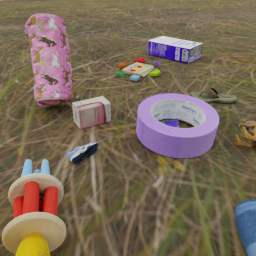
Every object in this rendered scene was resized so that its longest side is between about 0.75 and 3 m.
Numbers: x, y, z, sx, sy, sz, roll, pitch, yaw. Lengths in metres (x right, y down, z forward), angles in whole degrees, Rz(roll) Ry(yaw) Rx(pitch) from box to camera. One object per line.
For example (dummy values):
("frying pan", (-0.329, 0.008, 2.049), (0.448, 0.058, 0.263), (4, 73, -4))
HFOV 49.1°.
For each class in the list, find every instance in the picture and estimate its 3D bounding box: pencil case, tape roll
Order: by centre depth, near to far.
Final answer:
("tape roll", (1.376, -0.140, 7.983), (2.249, 0.738, 2.249), (2, 35, -2))
("pencil case", (-2.608, -2.196, 9.367), (1.274, 2.945, 1.219), (-8, -1, 34))

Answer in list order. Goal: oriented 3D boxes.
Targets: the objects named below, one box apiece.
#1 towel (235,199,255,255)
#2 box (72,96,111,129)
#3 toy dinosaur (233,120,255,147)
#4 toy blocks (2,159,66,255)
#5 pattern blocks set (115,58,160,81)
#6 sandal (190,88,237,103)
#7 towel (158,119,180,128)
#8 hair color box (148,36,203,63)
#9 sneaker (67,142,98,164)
("towel", (2.704, 2.210, 4.419), (1.485, 0.645, 2.659), (1, 32, 4))
("box", (-1.126, -0.490, 8.737), (1.069, 0.683, 0.582), (-16, 35, -24))
("toy dinosaur", (3.622, 0.286, 7.470), (1.273, 0.724, 2.396), (-3, 32, -7))
("toy blocks", (-2.343, 1.674, 4.889), (2.450, 1.067, 2.939), (-7, 33, -12))
("pattern blocks set", (0.497, -2.654, 12.689), (2.042, 0.188, 2.323), (26, 40, 35))
("sandal", (3.081, -1.218, 10.108), (1.653, 0.472, 0.656), (2, 32, 3))
("towel", (1.142, -0.192, 8.766), (0.934, 0.148, 1.300), (3, 32, 4))
("hair color box", (2.400, -4.062, 14.404), (2.474, 0.802, 1.352), (22, 38, 35))
("sneaker", (-1.171, 0.580, 7.328), (0.355, 0.349, 0.922), (30, 41, 34))
